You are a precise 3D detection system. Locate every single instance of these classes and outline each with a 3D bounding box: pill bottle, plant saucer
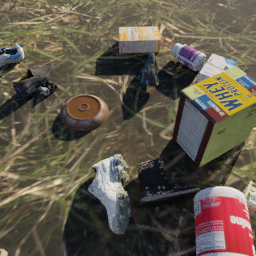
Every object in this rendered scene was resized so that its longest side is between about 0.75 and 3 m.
[{"bbox_3d":[2.780,3.305,8.120,1.595,1.595,2.842,4,51,4],"label":"pill bottle"},{"bbox_3d":[3.036,-3.651,14.232,0.925,0.925,1.649,-38,61,-27],"label":"pill bottle"},{"bbox_3d":[-1.922,-0.801,12.269,2.122,0.388,2.122,1,51,-1],"label":"plant saucer"}]

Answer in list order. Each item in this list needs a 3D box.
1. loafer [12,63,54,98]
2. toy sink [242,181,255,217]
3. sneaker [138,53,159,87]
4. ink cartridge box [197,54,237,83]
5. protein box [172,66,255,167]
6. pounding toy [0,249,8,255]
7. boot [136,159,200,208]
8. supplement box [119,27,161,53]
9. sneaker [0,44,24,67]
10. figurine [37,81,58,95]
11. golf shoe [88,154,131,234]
[{"bbox_3d":[-4.387,-2.425,13.160,0.866,0.860,2.380,7,46,32],"label":"loafer"},{"bbox_3d":[4.074,2.360,9.265,0.576,1.029,0.671,26,55,20],"label":"toy sink"},{"bbox_3d":[0.958,-2.850,13.590,0.921,0.876,2.324,-11,43,16],"label":"sneaker"},{"bbox_3d":[4.285,-2.657,13.541,1.286,0.754,1.756,25,54,19],"label":"ink cartridge box"},{"bbox_3d":[3.331,-0.405,10.477,2.603,2.623,1.769,-25,55,-19],"label":"protein box"},{"bbox_3d":[-4.195,4.061,8.257,0.957,0.438,0.841,1,51,1],"label":"pounding toy"},{"bbox_3d":[1.332,1.864,9.874,2.094,0.766,1.576,-12,52,-2],"label":"boot"},{"bbox_3d":[0.598,-4.813,15.245,2.195,0.807,1.383,-2,50,-1],"label":"supplement box"},{"bbox_3d":[-6.594,-3.508,14.118,2.638,0.956,0.948,-30,58,-20],"label":"sneaker"},{"bbox_3d":[-3.854,-1.928,13.265,0.747,0.330,0.766,30,56,32],"label":"figurine"},{"bbox_3d":[-0.662,2.278,9.529,1.377,1.109,2.833,-14,44,10],"label":"golf shoe"}]
